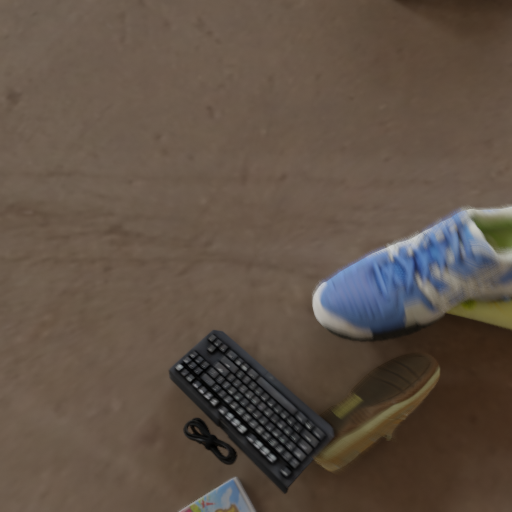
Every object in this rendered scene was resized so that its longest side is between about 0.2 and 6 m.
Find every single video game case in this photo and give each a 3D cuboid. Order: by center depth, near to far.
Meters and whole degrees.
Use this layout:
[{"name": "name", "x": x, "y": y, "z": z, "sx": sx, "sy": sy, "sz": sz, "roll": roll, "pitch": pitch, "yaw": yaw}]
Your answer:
[{"name": "video game case", "x": -0.436, "y": 3.646, "z": 7.039, "sx": 1.130, "sy": 0.137, "sz": 1.241, "roll": -29, "pitch": 73, "yaw": -10}]

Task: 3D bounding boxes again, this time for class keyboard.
[{"name": "keyboard", "x": -0.240, "y": 1.997, "z": 7.169, "sx": 2.220, "sy": 0.285, "sz": 1.333, "roll": 36, "pitch": 71, "yaw": 31}]

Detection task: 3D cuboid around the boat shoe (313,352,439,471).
[{"name": "boat shoe", "x": 1.575, "y": 2.057, "z": 7.313, "sx": 2.014, "sy": 0.722, "sz": 0.767, "roll": -34, "pitch": 116, "yaw": 2}]

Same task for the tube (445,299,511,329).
[{"name": "tube", "x": 3.521, "y": 0.726, "z": 7.841, "sx": 2.076, "sy": 0.602, "sz": 0.539, "roll": 17, "pitch": 105, "yaw": 9}]

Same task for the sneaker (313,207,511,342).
[{"name": "sneaker", "x": 2.369, "y": 0.072, "z": 7.428, "sx": 3.463, "sy": 1.334, "sz": 1.311, "roll": -19, "pitch": 52, "yaw": -3}]
